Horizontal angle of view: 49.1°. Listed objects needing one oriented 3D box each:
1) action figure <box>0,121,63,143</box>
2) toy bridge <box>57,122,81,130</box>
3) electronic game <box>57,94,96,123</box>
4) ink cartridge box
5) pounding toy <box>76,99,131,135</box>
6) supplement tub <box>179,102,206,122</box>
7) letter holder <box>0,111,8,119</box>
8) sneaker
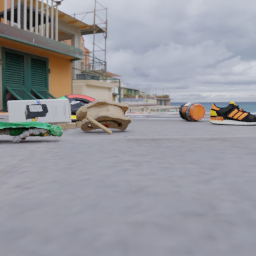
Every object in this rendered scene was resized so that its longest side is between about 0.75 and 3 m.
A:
[{"bbox_3d":[-2.509,0.057,6.553,1.932,0.528,1.141,1,1,-6],"label":"action figure"},{"bbox_3d":[-2.257,-0.085,10.642,0.563,0.228,1.675,0,4,15],"label":"toy bridge"},{"bbox_3d":[-2.811,-1.100,15.051,2.753,0.573,2.753,3,34,-2],"label":"electronic game"},{"bbox_3d":[-3.457,-0.579,11.239,2.227,0.922,1.623,-3,-1,-9],"label":"ink cartridge box"},{"bbox_3d":[-0.867,-0.121,9.078,2.150,1.233,1.229,8,-30,-38],"label":"pounding toy"},{"bbox_3d":[3.757,-0.945,16.402,1.116,1.116,1.821,-1,5,-9],"label":"supplement tub"},{"bbox_3d":[-6.216,-0.460,12.907,1.330,0.669,0.945,4,4,41],"label":"letter holder"},{"bbox_3d":[5.013,-0.685,12.831,2.443,1.099,0.854,1,4,17],"label":"sneaker"}]
